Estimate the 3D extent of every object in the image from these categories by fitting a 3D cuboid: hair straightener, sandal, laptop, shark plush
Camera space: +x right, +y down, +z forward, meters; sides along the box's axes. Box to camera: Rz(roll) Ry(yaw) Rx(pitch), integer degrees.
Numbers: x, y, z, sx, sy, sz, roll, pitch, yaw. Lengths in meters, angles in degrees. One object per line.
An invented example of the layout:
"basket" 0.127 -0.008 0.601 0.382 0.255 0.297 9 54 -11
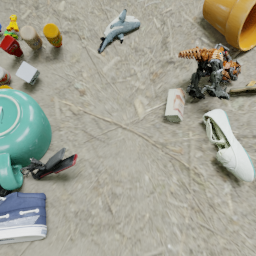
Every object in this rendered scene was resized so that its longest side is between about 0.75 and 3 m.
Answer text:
"hair straightener" -2.293 0.950 7.574 0.816 2.122 0.434 36 49 -32
"sandal" 4.005 -1.365 9.234 1.333 0.535 0.360 -5 80 3
"laptop" -4.331 1.829 8.077 1.725 0.891 1.529 23 66 -18
"shark plush" -0.371 -3.461 10.138 0.801 0.873 1.922 45 65 -15

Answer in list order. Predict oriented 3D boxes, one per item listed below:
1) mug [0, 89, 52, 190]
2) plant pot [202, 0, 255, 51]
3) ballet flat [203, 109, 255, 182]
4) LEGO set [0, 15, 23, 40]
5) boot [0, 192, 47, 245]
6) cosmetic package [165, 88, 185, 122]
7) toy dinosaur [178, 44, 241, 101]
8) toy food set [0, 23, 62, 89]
"mug" -3.294 0.127 7.971 2.152 1.619 2.619 -39 72 -15
"plant pot" 3.760 -4.075 9.747 2.125 2.125 1.945 -37 56 -15
"ballet flat" 2.806 0.511 8.181 0.832 0.832 2.396 -13 62 -6
"LEGO set" -4.319 -3.718 10.223 1.686 0.643 0.692 4 67 0
"boot" -3.490 2.423 7.456 2.633 0.958 1.189 -2 58 -9
"cosmetic package" 1.513 -0.721 8.915 0.423 0.501 0.970 -3 64 31
"toy dinosaur" 2.509 -1.818 8.692 2.606 1.331 1.769 12 90 -14
"toy food set" -3.481 -2.241 9.484 1.417 1.336 2.969 30 87 -2
